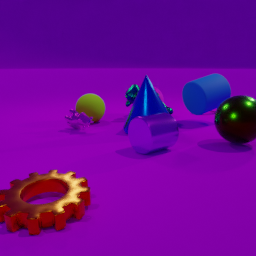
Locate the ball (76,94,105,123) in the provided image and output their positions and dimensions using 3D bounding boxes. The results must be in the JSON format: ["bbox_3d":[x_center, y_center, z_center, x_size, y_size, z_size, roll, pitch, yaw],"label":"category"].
[{"bbox_3d":[-1.279,-0.665,9.551,1.004,1.004,1.004,0,13,0],"label":"ball"}]

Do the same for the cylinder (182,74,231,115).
[{"bbox_3d":[2.589,-1.119,9.292,1.137,1.137,1.137,-21,21,-25],"label":"cylinder"}]

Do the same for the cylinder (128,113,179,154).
[{"bbox_3d":[0.585,0.111,6.508,0.857,0.857,0.857,-10,17,-37],"label":"cylinder"}]

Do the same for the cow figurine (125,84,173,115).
[{"bbox_3d":[0.656,-0.826,9.727,1.608,0.883,1.582,42,-9,-17],"label":"cow figurine"}]

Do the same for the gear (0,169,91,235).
[{"bbox_3d":[-1.164,0.980,3.947,1.254,0.232,1.254,-1,19,0],"label":"gear"}]

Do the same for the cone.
[{"bbox_3d":[0.565,-0.761,8.073,1.556,1.562,1.556,-4,24,2],"label":"cone"}]

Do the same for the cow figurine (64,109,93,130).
[{"bbox_3d":[-1.452,-0.194,8.425,0.891,0.497,0.905,28,-23,10],"label":"cow figurine"}]

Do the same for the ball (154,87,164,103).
[{"bbox_3d":[0.776,-1.025,10.640,1.151,1.151,1.151,0,13,0],"label":"ball"}]

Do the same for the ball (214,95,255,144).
[{"bbox_3d":[2.757,-0.206,6.928,1.202,1.202,1.202,0,13,0],"label":"ball"}]
